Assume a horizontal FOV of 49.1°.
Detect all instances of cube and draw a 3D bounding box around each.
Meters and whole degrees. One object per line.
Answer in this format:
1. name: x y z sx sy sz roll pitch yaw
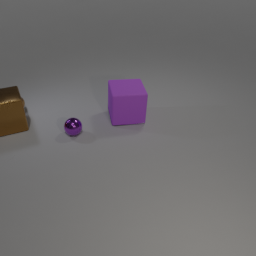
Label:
1. cube: -0.055 -1.093 11.607 1.400 1.400 1.400 -4 36 -10
2. cube: -4.861 -0.660 11.053 1.400 1.400 1.400 -14 36 -21

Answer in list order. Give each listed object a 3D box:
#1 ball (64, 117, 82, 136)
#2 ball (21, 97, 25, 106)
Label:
1. ball: -2.114 -0.055 10.787 0.700 0.700 0.700 0 33 0
2. ball: -4.865 -1.073 12.204 0.700 0.700 0.700 0 33 0
